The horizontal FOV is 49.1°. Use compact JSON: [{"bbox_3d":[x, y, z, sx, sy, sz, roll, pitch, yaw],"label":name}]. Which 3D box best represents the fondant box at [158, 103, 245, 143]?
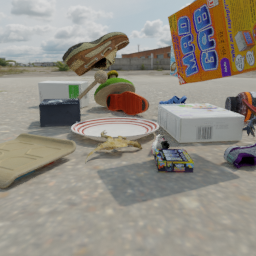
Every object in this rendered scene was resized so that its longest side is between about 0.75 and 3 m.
[{"bbox_3d":[2.337,-0.267,9.696,2.035,0.822,2.821,-2,14,-7],"label":"fondant box"}]

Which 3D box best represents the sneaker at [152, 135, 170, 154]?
[{"bbox_3d":[0.936,0.459,7.645,0.427,0.360,0.976,5,18,16],"label":"sneaker"}]

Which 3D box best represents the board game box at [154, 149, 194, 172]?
[{"bbox_3d":[1.047,0.749,6.571,0.782,0.268,0.946,2,13,0],"label":"board game box"}]

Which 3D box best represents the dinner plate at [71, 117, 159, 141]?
[{"bbox_3d":[-0.424,0.048,9.399,2.918,0.354,2.918,1,12,0],"label":"dinner plate"}]

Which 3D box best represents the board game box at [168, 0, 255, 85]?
[{"bbox_3d":[2.263,-2.096,6.636,1.734,1.735,1.734,-15,8,-26],"label":"board game box"}]

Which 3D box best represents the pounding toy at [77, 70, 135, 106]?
[{"bbox_3d":[-1.052,-2.280,14.555,2.860,1.327,2.208,9,-33,-45],"label":"pounding toy"}]

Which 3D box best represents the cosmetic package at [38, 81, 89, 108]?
[{"bbox_3d":[-3.502,-1.860,15.322,2.551,1.373,1.082,2,15,15],"label":"cosmetic package"}]

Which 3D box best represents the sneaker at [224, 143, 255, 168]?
[{"bbox_3d":[3.042,0.679,6.572,1.449,0.539,0.634,-12,25,-4],"label":"sneaker"}]

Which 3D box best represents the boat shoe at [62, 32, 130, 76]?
[{"bbox_3d":[-1.042,-2.717,10.590,2.996,1.106,1.133,-33,-1,-35],"label":"boat shoe"}]

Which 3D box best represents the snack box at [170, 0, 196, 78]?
[{"bbox_3d":[2.504,-3.731,11.814,0.528,2.845,1.653,13,-20,-27],"label":"snack box"}]

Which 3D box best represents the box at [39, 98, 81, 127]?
[{"bbox_3d":[-2.657,-0.646,11.171,1.505,0.899,1.531,-2,15,-9],"label":"box"}]

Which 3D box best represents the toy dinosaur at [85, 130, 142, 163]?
[{"bbox_3d":[-0.473,0.420,7.428,1.817,0.529,0.919,-9,17,-33],"label":"toy dinosaur"}]

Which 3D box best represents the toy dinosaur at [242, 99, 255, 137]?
[{"bbox_3d":[4.515,-0.299,8.103,2.147,2.366,1.243,-37,42,-14],"label":"toy dinosaur"}]

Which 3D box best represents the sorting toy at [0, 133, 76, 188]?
[{"bbox_3d":[-3.066,0.667,6.811,2.983,0.399,2.222,6,19,26],"label":"sorting toy"}]

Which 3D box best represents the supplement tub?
[{"bbox_3d":[5.221,-0.870,11.437,2.297,1.229,1.229,0,13,4],"label":"supplement tub"}]

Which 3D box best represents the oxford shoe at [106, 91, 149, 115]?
[{"bbox_3d":[0.155,-1.257,13.520,1.084,1.064,2.989,-5,13,-36],"label":"oxford shoe"}]

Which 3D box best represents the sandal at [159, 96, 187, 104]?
[{"bbox_3d":[2.398,-1.304,14.324,1.745,0.760,0.694,6,16,32],"label":"sandal"}]
